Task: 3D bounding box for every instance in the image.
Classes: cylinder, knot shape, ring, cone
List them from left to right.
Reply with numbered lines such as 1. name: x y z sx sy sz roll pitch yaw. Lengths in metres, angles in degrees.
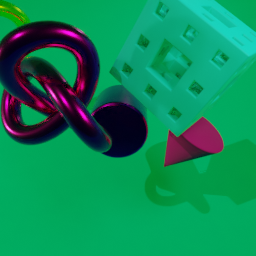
1. ring: -2.445 -1.685 5.210 1.398 1.398 0.280 -27 55 -15
2. knot shape: -0.692 -0.239 2.861 1.359 1.453 0.671 42 45 -8
3. cylinder: -0.150 -0.136 4.607 0.937 0.937 0.937 2 25 1
4. cone: 0.804 0.318 4.322 0.916 0.919 0.916 22 36 -17

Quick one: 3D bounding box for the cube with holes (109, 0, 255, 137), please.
1. cube with holes: 0.656 -0.749 3.014 1.019 1.019 1.019 45 38 12
